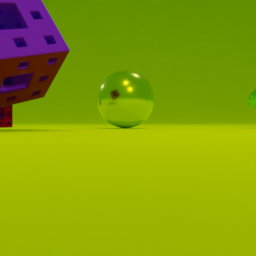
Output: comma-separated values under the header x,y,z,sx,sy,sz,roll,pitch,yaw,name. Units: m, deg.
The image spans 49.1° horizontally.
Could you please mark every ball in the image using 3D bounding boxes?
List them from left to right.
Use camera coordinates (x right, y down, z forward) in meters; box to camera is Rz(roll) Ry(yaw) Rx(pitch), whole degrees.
x,y,z,sx,sy,sz,roll,pitch,yaw,name
-0.054,-0.631,6.236,1.277,1.277,1.277,0,1,0,ball

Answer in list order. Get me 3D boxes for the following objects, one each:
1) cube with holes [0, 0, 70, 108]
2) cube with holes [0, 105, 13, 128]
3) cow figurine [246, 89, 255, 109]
x,y,z,sx,sy,sz,roll,pitch,yaw,name
-1.826,-1.130,3.933,1.233,1.233,1.233,-22,-12,-41,cube with holes
-3.802,-0.422,7.752,0.816,0.816,0.816,1,1,34,cube with holes
3.194,-0.549,6.132,0.989,1.005,0.552,-25,-39,17,cow figurine
